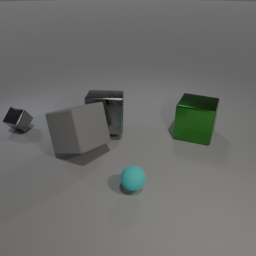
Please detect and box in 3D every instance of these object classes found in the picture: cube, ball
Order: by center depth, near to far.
[{"bbox_3d":[0.142,1.396,7.796,0.700,0.700,0.700,0,28,0],"label":"ball"},{"bbox_3d":[-1.649,-0.001,9.353,1.400,1.400,1.400,-4,11,39],"label":"cube"},{"bbox_3d":[2.621,-0.375,10.757,1.400,1.400,1.400,12,30,19],"label":"cube"},{"bbox_3d":[-0.881,-0.635,10.813,1.400,1.400,1.400,1,19,-1],"label":"cube"},{"bbox_3d":[-4.343,-0.335,11.087,0.700,0.700,0.700,13,69,18],"label":"cube"}]
